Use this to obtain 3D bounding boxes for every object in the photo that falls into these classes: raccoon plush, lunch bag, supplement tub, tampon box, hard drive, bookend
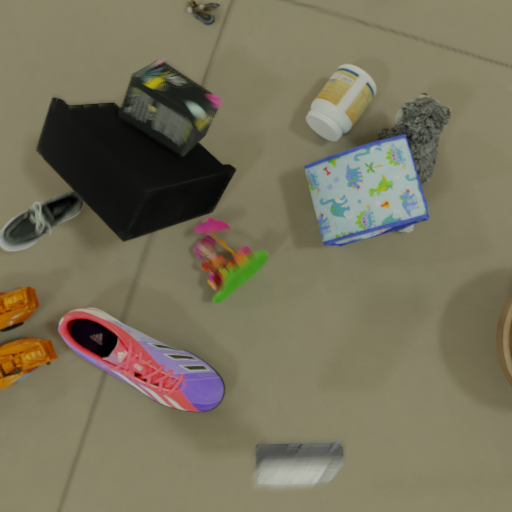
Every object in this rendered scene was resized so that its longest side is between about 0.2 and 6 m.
[{"bbox_3d":[2.983,-1.708,10.090,1.142,1.582,2.361,-9,83,-1],"label":"raccoon plush"},{"bbox_3d":[2.005,-1.134,10.040,1.851,1.179,1.574,-18,83,27],"label":"lunch bag"},{"bbox_3d":[1.590,-2.879,10.584,0.883,0.883,1.220,36,84,4],"label":"supplement tub"},{"bbox_3d":[-1.421,-2.482,9.351,1.285,0.811,0.963,32,40,-1],"label":"tampon box"},{"bbox_3d":[0.573,2.969,7.940,1.162,1.663,0.315,-2,59,-1],"label":"hard drive"},{"bbox_3d":[-2.046,-1.665,9.792,2.381,2.366,1.097,43,125,14],"label":"bookend"}]

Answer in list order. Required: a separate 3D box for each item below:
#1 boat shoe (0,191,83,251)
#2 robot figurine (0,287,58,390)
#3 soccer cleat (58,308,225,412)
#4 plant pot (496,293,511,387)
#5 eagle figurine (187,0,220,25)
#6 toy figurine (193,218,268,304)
[{"bbox_3d":[-3.831,-0.659,10.057,1.647,0.562,0.608,-31,91,-29],"label":"boat shoe"},{"bbox_3d":[-5.240,1.689,9.974,2.941,0.856,2.132,-20,83,-8],"label":"robot figurine"},{"bbox_3d":[-2.038,1.886,9.883,3.167,1.159,1.080,28,84,3],"label":"soccer cleat"},{"bbox_3d":[5.438,1.519,9.894,2.671,1.233,2.671,0,84,1],"label":"plant pot"},{"bbox_3d":[-1.064,-4.903,11.128,0.580,0.438,0.440,19,128,-27],"label":"eagle figurine"},{"bbox_3d":[-0.690,-0.040,10.350,1.281,1.045,1.392,49,111,15],"label":"toy figurine"}]
